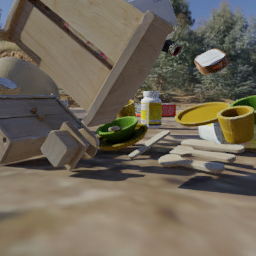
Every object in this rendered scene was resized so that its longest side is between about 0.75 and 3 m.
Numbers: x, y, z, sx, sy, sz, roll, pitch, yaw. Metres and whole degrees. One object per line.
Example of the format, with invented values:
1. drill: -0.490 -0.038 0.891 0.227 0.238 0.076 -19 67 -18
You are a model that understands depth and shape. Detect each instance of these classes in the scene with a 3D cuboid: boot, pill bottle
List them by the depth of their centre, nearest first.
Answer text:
1. pill bottle: 0.683 -0.528 8.174 0.602 1.070 0.602 0 5 0
2. boot: 1.745 -3.694 12.475 1.395 0.667 1.848 33 27 17

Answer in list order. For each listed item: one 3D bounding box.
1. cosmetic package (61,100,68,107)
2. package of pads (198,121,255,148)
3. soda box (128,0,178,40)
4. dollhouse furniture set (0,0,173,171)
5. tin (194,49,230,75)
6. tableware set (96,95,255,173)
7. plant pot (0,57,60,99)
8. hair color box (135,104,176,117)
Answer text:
1. cosmetic package: -3.463 -0.865 12.913 1.092 0.922 2.113 0 5 -3
2. package of pads: 2.288 -0.009 4.914 1.803 0.615 1.393 -1 4 -1
3. soda box: -0.331 -2.238 6.590 2.794 0.890 0.952 -17 1 1
4. dollhouse furniture set: -0.739 -1.106 3.478 2.535 2.973 1.451 44 24 18
5. tin: 2.128 -1.732 7.234 0.718 0.268 1.282 -30 23 12
6. tableware set: 0.614 -0.161 4.132 1.878 0.428 2.787 -30 21 -35
7. plant pot: -2.773 -0.613 6.899 1.843 1.237 1.843 12 -36 9
8. hair color box: 1.509 -1.027 15.909 2.355 0.721 1.195 -3 6 -37
